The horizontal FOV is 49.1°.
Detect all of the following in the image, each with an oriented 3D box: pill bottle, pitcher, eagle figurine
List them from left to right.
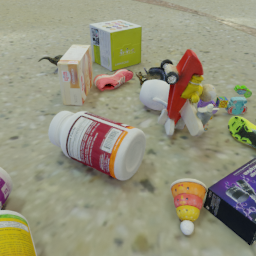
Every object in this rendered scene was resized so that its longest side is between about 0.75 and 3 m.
[{"bbox_3d":[-3.073,1.610,5.233,1.085,1.085,1.933,4,35,6],"label":"pill bottle"},{"bbox_3d":[-1.857,2.304,4.151,1.106,1.106,1.991,-16,36,-23],"label":"pill bottle"},{"bbox_3d":[-0.805,0.327,6.975,2.268,1.281,1.281,19,38,26],"label":"pill bottle"},{"bbox_3d":[1.019,-1.875,10.772,1.248,0.941,0.947,-1,16,16],"label":"eagle figurine"},{"bbox_3d":[1.185,-0.955,9.152,1.635,0.991,1.402,19,23,14],"label":"pitcher"}]

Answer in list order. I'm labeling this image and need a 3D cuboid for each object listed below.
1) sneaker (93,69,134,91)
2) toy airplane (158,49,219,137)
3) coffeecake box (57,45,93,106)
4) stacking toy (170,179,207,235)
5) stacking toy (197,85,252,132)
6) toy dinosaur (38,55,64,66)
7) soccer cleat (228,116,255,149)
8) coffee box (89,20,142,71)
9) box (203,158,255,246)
[{"bbox_3d":[-0.481,-1.791,10.949,1.645,0.606,0.713,-17,50,-17],"label":"sneaker"},{"bbox_3d":[1.675,-0.819,7.880,1.583,2.244,2.234,-3,-5,-4],"label":"toy airplane"},{"bbox_3d":[-1.842,-1.969,10.184,0.736,1.546,2.014,3,34,4],"label":"coffeecake box"},{"bbox_3d":[1.233,1.634,5.695,0.772,0.772,1.057,4,50,6],"label":"stacking toy"},{"bbox_3d":[3.103,-0.681,9.143,2.838,0.667,2.140,0,34,-5],"label":"stacking toy"},{"bbox_3d":[-2.718,-2.953,12.493,2.476,0.953,1.266,-20,26,-18],"label":"toy dinosaur"},{"bbox_3d":[3.610,0.273,7.854,0.810,0.626,1.937,16,18,-34],"label":"soccer cleat"},{"bbox_3d":[-0.539,-3.819,12.798,1.729,1.732,1.713,-23,40,-30],"label":"coffee box"},{"bbox_3d":[2.628,1.447,5.885,1.670,0.658,1.179,-22,42,-30],"label":"box"}]
